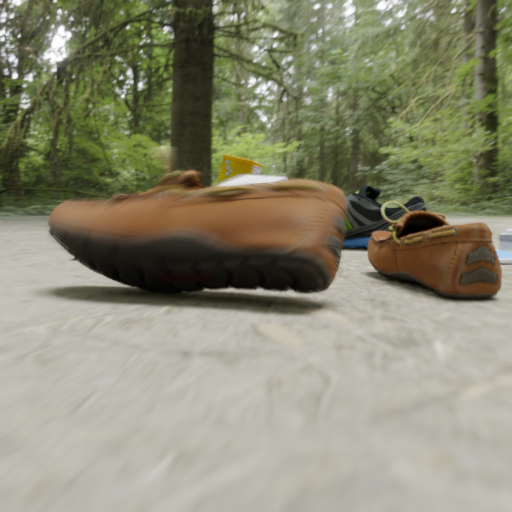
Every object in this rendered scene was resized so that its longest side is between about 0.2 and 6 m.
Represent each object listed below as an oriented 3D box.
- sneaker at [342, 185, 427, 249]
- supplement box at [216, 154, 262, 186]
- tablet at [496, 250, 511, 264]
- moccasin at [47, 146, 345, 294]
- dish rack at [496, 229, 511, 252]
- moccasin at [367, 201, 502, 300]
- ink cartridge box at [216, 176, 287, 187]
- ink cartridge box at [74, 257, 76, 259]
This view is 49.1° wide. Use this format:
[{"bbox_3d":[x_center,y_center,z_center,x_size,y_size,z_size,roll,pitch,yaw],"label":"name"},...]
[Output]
[{"bbox_3d":[2.174,-0.854,12.400,3.365,1.394,1.193,3,5,31],"label":"sneaker"},{"bbox_3d":[-0.319,-1.086,9.132,0.551,1.006,0.547,14,6,14],"label":"supplement box"},{"bbox_3d":[4.216,0.007,10.037,1.182,0.124,1.816,-1,6,-13],"label":"tablet"},{"bbox_3d":[-0.721,-0.369,5.938,3.322,1.282,1.215,-2,-33,26],"label":"moccasin"},{"bbox_3d":[6.553,-0.340,11.040,3.099,0.675,2.659,4,7,44],"label":"dish rack"},{"bbox_3d":[2.031,-0.158,6.867,0.971,1.024,2.653,0,5,-2],"label":"moccasin"},{"bbox_3d":[-0.040,-0.549,7.057,0.725,0.744,1.158,-24,20,-25],"label":"ink cartridge box"},{"bbox_3d":[-3.021,-0.083,10.293,0.571,0.264,1.047,0,6,-2],"label":"ink cartridge box"}]
